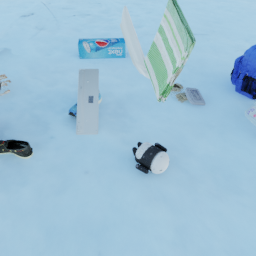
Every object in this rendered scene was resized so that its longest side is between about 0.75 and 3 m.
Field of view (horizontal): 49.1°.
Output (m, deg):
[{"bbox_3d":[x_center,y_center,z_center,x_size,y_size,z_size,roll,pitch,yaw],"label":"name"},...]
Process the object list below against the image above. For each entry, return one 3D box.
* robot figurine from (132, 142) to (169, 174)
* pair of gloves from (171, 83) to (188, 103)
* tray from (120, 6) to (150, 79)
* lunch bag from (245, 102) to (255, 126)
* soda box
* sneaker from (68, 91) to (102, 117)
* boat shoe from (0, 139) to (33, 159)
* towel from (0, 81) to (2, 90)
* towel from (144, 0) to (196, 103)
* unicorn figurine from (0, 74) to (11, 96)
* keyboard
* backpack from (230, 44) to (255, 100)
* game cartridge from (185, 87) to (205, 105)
[{"bbox_3d":[0.613,0.796,7.573,1.058,0.795,0.660,29,12,33],"label":"robot figurine"},{"bbox_3d":[1.946,-1.363,10.656,0.915,0.189,1.076,-27,51,-37],"label":"pair of gloves"},{"bbox_3d":[0.235,-2.134,7.728,0.318,1.541,2.871,-18,2,8],"label":"tray"},{"bbox_3d":[4.910,-0.324,8.505,2.016,1.282,1.710,-17,39,-10],"label":"lunch bag"},{"bbox_3d":[-1.224,-3.771,13.231,2.193,0.744,0.704,-3,39,-4],"label":"soda box"},{"bbox_3d":[-1.531,-0.977,9.703,0.658,0.755,1.680,16,41,19],"label":"sneaker"},{"bbox_3d":[-3.415,0.514,8.105,1.394,0.437,0.510,10,40,14],"label":"boat shoe"},{"bbox_3d":[-5.119,-0.520,7.952,2.352,1.216,2.841,9,76,13],"label":"towel"},{"bbox_3d":[0.678,-1.349,5.060,0.182,1.552,1.184,-5,60,-18],"label":"towel"},{"bbox_3d":[-5.083,-1.514,10.617,1.109,0.596,1.615,-17,26,-5],"label":"unicorn figurine"},{"bbox_3d":[-1.327,-0.935,9.290,0.701,0.133,2.491,1,66,-8],"label":"keyboard"},{"bbox_3d":[4.719,-2.213,10.386,1.468,1.807,1.516,-30,49,-31],"label":"backpack"},{"bbox_3d":[2.427,-1.155,10.244,0.575,0.177,0.864,5,45,-19],"label":"game cartridge"}]
